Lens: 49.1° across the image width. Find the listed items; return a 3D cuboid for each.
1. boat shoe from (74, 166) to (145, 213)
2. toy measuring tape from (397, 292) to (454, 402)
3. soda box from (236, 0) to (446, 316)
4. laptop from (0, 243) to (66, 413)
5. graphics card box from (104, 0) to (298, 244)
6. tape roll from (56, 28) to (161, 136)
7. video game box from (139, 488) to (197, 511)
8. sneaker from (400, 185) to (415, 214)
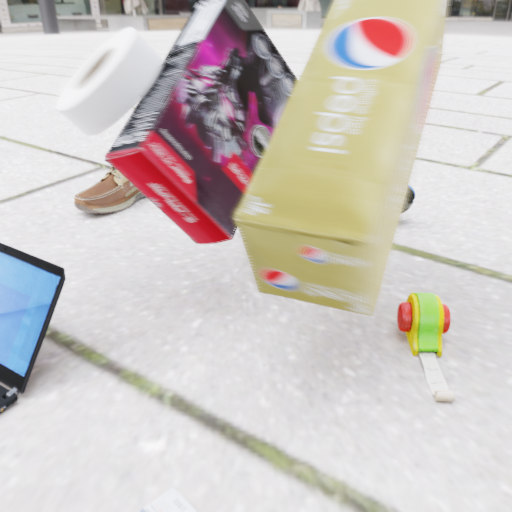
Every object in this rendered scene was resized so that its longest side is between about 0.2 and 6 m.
[{"bbox_3d":[-3.033,-1.718,12.700,1.005,0.953,2.653,17,32,29],"label":"boat shoe"},{"bbox_3d":[2.372,1.058,7.670,0.761,0.761,2.068,1,28,3],"label":"toy measuring tape"},{"bbox_3d":[1.294,-1.625,7.134,1.457,1.541,4.551,10,59,19],"label":"soda box"},{"bbox_3d":[-4.148,1.022,6.945,2.487,1.450,2.807,17,32,30],"label":"laptop"},{"bbox_3d":[-0.602,-2.047,8.245,0.820,2.023,3.225,-2,55,40],"label":"graphics card box"},{"bbox_3d":[-2.093,-2.471,7.942,1.578,0.552,1.578,-28,40,27],"label":"tape roll"},{"bbox_3d":[-0.822,2.681,5.095,0.850,0.218,0.933,-21,34,-38],"label":"video game box"},{"bbox_3d":[1.804,-1.057,11.607,2.887,1.024,1.196,1,40,6],"label":"sneaker"}]
